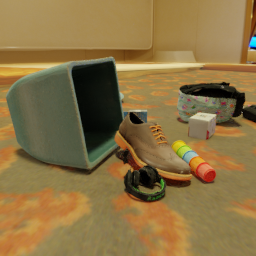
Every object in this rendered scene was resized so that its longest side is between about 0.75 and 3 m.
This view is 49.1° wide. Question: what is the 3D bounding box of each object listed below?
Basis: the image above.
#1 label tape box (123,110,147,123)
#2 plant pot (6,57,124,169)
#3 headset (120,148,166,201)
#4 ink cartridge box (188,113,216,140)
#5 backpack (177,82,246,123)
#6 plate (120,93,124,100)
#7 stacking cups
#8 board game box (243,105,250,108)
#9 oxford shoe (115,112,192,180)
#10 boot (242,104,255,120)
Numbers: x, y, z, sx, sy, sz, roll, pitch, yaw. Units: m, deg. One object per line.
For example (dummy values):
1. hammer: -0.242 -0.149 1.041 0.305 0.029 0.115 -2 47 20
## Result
1. label tape box: 0.273 -0.359 11.224 0.983 0.704 0.325 0 17 1
2. plant pot: -1.994 -0.503 8.615 2.835 2.783 2.776 -4 14 23
3. headset: 0.283 1.079 6.550 0.904 0.688 1.464 -9 31 -31
4. ink cartridge box: 2.744 -0.091 10.303 0.720 0.723 0.995 11 20 32
5. backpack: 3.438 -1.119 12.106 2.573 1.629 2.148 1 16 1
6. plate: -1.363 -1.819 16.081 2.247 0.287 2.247 -6 25 3
7. stacking cups: 1.713 0.907 7.562 0.531 0.531 1.754 -4 21 -14
8. board game box: 4.775 -1.076 14.248 2.324 0.301 2.325 -8 19 -24
9. oxford shoe: 0.637 0.422 7.567 1.025 1.048 2.876 3 22 -42
10. boot: 6.282 -0.534 11.986 1.826 0.727 2.215 1 11 -12
